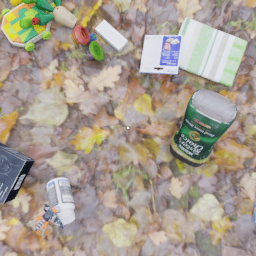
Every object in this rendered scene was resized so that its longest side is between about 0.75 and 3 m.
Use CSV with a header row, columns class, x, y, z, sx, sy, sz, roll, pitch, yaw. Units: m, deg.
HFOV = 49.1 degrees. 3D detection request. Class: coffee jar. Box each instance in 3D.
class,x,y,z,sx,sy,sz,roll,pitch,yaw
coffee jar,2.498,0.146,9.852,1.546,2.965,1.265,28,55,13

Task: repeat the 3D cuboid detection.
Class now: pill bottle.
class,x,y,z,sx,sy,sz,roll,pitch,yaw
pill bottle,-2.479,2.717,10.406,0.883,0.883,1.553,-20,55,-2

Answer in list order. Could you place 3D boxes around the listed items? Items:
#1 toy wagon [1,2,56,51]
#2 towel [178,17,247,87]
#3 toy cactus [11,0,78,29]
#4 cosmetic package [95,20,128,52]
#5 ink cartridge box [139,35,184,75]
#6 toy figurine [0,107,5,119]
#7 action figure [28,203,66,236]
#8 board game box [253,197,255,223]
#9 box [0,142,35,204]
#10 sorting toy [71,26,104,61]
class,x,y,z,sx,sy,sz,roll,pitch,yaw
toy wagon,-3.951,-4.439,11.525,2.443,0.483,1.896,-35,86,-3
towel,3.247,-3.081,11.513,2.798,0.429,2.087,22,88,0
toy cactus,-3.097,-4.901,11.116,2.372,1.470,2.874,28,58,-17
cosmetic package,-0.678,-3.783,11.542,1.329,0.336,0.548,43,86,3
ink cartridge box,1.345,-2.914,11.233,1.586,0.377,1.605,8,88,20
toy figurine,-5.548,-0.452,11.109,1.073,0.643,0.566,-33,86,-2
action figure,-2.488,2.952,8.951,1.033,0.540,0.999,41,72,5
board game box,5.585,3.018,10.994,1.134,0.274,1.499,9,85,1
box,-4.880,1.633,10.689,1.758,1.109,1.789,27,86,2
sorting toy,-1.680,-3.355,11.252,0.668,0.978,1.627,-17,128,31
